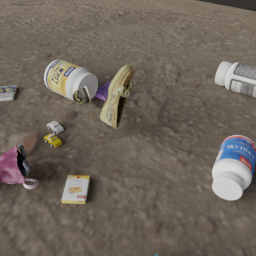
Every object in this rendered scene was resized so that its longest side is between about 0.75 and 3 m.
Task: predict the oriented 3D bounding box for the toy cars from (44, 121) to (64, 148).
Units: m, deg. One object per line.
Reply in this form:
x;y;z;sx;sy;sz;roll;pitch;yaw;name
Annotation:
-2.961;0.154;11.176;0.722;0.357;1.611;-3;37;-5;toy cars

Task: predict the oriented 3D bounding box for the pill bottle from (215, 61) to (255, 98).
5.644;-2.378;13.630;2.473;1.399;1.399;24;43;27;pill bottle

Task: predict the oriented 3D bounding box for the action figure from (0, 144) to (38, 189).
-4.324;1.527;9.041;2.378;1.771;1.593;-29;11;-8;action figure

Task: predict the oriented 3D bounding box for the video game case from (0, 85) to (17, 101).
-6.273;-1.675;13.739;1.390;0.160;1.266;-7;38;-7;video game case

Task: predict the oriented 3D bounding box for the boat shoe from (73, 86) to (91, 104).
-1.837;-1.240;11.033;0.530;0.627;1.760;-18;6;-14;boat shoe

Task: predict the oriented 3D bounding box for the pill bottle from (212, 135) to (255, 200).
3.423;1.268;9.046;1.192;1.192;2.124;17;41;21;pill bottle

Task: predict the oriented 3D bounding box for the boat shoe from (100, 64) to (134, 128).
-0.258;-1.119;10.112;0.782;2.497;0.915;35;38;15;boat shoe

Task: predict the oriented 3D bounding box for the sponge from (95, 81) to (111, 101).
-0.965;-1.888;13.958;0.857;0.229;1.535;24;43;29;sponge

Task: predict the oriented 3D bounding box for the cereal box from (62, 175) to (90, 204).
-1.650;1.950;8.949;0.733;0.201;1.019;1;37;1;cereal box

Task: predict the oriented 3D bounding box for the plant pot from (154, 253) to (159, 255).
0.465;3.529;6.372;0.906;0.964;0.964;-23;41;-4;plant pot

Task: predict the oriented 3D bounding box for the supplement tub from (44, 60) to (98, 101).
-2.672;-2.206;13.223;2.214;1.599;1.599;25;44;29;supplement tub
